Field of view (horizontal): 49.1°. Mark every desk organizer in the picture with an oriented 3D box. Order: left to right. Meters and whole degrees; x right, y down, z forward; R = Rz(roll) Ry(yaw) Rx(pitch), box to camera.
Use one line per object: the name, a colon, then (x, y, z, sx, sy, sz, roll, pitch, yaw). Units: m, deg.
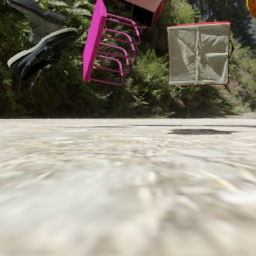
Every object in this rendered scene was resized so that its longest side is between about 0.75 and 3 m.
desk organizer: (-0.002, -3.705, 8.012, 2.000, 0.770, 0.717, 26, -20, 6)

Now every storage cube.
storage cube: (2.170, -2.264, 8.390, 1.957, 1.673, 1.759, 3, 21, 18)

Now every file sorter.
file sorter: (-0.501, -2.783, 9.118, 1.457, 1.614, 2.323, 8, -44, -18)

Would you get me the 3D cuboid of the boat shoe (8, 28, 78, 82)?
boat shoe: (-2.125, -1.843, 7.298, 2.092, 0.694, 0.782, -25, -3, 7)

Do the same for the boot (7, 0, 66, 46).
boot: (-2.630, -2.856, 7.800, 1.659, 1.092, 0.579, 24, 35, -9)

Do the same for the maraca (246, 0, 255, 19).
maraca: (3.867, -3.623, 7.953, 1.700, 0.909, 1.165, 20, 5, -37)
